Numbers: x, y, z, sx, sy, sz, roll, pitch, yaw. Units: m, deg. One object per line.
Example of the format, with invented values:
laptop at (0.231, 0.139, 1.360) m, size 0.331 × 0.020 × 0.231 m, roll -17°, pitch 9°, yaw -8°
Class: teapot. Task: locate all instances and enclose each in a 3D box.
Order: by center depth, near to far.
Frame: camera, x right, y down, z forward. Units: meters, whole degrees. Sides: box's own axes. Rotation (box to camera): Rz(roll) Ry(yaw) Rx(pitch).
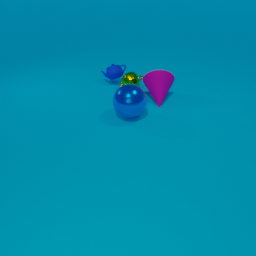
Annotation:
teapot at (0.092, -1.770, 10.898) m, size 1.188 × 0.739 × 0.582 m, roll -29°, pitch 52°, yaw -12°
teapot at (-0.598, -2.306, 11.378) m, size 1.188 × 0.582 × 0.739 m, roll -14°, pitch -1°, yaw 26°

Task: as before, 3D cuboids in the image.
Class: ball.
ball at (0.051, -0.865, 9.057) m, size 1.106 × 1.106 × 1.106 m, roll 0°, pitch 33°, yaw 0°

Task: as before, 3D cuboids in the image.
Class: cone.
cone at (1.121, -1.261, 10.110) m, size 1.178 × 1.178 × 1.182 m, roll 0°, pitch 65°, yaw 1°
